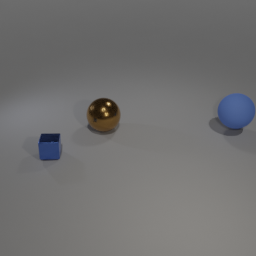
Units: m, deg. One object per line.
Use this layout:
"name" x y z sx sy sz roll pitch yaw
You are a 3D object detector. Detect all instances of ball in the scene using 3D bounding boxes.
"ball" 4.291 -0.675 11.122 1.400 1.400 1.400 0 32 0
"ball" -0.998 -0.540 11.487 1.400 1.400 1.400 0 32 0

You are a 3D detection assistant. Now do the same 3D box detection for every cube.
"cube" -2.807 0.657 10.110 0.700 0.700 0.700 0 27 -7
